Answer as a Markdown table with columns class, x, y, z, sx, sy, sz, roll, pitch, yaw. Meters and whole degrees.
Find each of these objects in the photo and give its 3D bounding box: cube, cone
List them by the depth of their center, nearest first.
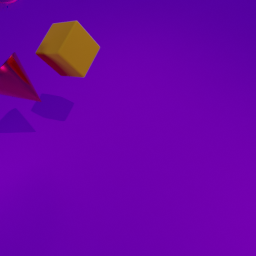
| class | x | y | z | sx | sy | sz | roll | pitch | yaw |
| --- | --- | --- | --- | --- | --- | --- | --- | --- | --- |
| cube | -1.270 | -1.658 | 5.973 | 0.820 | 0.820 | 0.820 | 12 | 70 | 39 |
| cone | -2.290 | -0.876 | 5.992 | 1.042 | 1.038 | 1.038 | 38 | 49 | -23 |

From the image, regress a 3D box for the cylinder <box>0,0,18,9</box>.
| class | x | y | z | sx | sy | sz | roll | pitch | yaw |
| --- | --- | --- | --- | --- | --- | --- | --- | --- | --- |
| cylinder | -2.783 | -3.063 | 6.092 | 0.780 | 0.780 | 0.780 | -33 | 29 | -24 |
